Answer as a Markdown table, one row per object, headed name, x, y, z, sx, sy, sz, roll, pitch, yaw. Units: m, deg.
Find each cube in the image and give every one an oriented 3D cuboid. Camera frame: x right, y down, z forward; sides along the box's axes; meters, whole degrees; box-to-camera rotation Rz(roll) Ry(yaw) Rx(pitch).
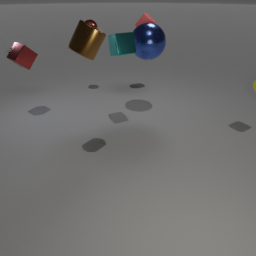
| name | x | y | z | sx | sy | sz | roll | pitch | yaw |
| --- | --- | --- | --- | --- | --- | --- | --- | --- | --- |
| cube | -4.061 | -2.765 | 10.754 | 0.700 | 0.700 | 0.700 | 24 | -5 | 37 |
| cube | -0.202 | -2.825 | 9.475 | 0.700 | 0.700 | 0.700 | -14 | 16 | -22 |

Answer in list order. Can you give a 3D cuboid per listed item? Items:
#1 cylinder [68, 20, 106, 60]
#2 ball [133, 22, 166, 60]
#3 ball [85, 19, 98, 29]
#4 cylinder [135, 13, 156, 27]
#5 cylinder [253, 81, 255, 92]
| name | x | y | z | sx | sy | sz | roll | pitch | yaw |
| --- | --- | --- | --- | --- | --- | --- | --- | --- | --- |
| cylinder | -0.985 | -2.108 | 6.737 | 0.700 | 0.700 | 0.700 | 27 | 15 | -8 |
| ball | 0.778 | -3.363 | 10.907 | 1.400 | 1.400 | 1.400 | 0 | 28 | 0 |
| ball | -1.791 | -4.761 | 13.246 | 0.700 | 0.700 | 0.700 | 0 | 28 | 0 |
| cylinder | 0.820 | -4.935 | 13.249 | 0.700 | 0.700 | 0.700 | 32 | 30 | -21 |
| cylinder | 4.952 | -1.547 | 9.895 | 0.700 | 0.700 | 0.700 | -33 | 36 | -9 |
